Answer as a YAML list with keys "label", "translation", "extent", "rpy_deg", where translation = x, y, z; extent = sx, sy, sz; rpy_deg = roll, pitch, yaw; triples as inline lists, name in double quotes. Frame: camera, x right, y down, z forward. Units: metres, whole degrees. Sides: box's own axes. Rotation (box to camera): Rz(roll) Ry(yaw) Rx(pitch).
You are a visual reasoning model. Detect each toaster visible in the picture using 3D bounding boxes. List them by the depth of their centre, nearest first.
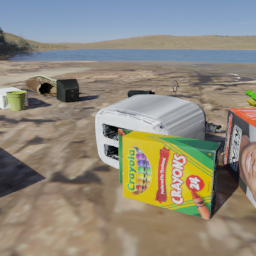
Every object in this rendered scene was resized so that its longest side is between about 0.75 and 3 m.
- label: "toaster"
  translation: [0.505, 0.157, 6.250]
  extent: [2.648, 1.505, 1.711]
  rpy_deg: [14, 26, 39]

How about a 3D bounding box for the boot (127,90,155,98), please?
- label: "boot"
  translation: [0.583, -1.598, 13.613]
  extent: [1.252, 0.565, 1.528]
  rpy_deg: [7, 11, 14]

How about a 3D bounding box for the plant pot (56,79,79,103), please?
- label: "plant pot"
  translation: [-2.820, -1.727, 13.478]
  extent: [1.023, 1.020, 0.907]
  rpy_deg: [-9, 31, -29]

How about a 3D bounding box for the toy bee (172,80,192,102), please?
- label: "toy bee"
  translation: [1.594, -0.396, 7.864]
  extent: [0.877, 1.613, 1.056]
  rpy_deg: [14, 45, 33]

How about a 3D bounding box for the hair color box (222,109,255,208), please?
- label: "hair color box"
  translation: [2.533, 0.586, 4.992]
  extent: [0.820, 1.359, 2.678]
  rpy_deg: [0, 16, 0]

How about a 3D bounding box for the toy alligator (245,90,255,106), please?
- label: "toy alligator"
  translation: [5.909, -1.097, 11.780]
  extent: [0.741, 0.810, 2.731]
  rpy_deg: [38, 7, -18]

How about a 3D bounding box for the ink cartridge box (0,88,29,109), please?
- label: "ink cartridge box"
  translation: [-5.445, -1.391, 12.776]
  extent: [1.115, 0.646, 1.914]
  rpy_deg: [-13, 23, -37]

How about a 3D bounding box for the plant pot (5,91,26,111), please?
- label: "plant pot"
  translation: [-4.649, -1.129, 11.721]
  extent: [0.826, 0.760, 0.826]
  rpy_deg: [0, 16, 0]

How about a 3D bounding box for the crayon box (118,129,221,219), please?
- label: "crayon box"
  translation: [0.559, 0.731, 4.842]
  extent: [1.868, 1.186, 0.475]
  rpy_deg: [7, 18, 27]

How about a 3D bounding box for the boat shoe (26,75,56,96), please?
- label: "boat shoe"
  translation: [-4.551, -2.260, 15.092]
  extent: [2.786, 1.029, 1.031]
  rpy_deg: [8, 25, 25]
